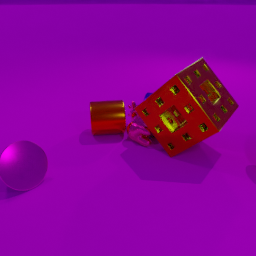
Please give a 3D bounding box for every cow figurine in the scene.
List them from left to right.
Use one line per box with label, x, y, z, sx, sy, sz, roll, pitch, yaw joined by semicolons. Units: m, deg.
cow figurine;0.292;-0.138;6.895;1.250;0.697;1.270;22;36;31

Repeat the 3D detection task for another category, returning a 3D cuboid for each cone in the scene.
cone;-2.141;0.725;5.342;0.895;0.895;0.898;-25;9;-41

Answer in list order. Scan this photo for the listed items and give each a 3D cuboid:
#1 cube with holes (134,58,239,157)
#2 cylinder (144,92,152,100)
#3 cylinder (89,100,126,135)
cube with holes;1.262;-0.442;6.015;1.319;1.319;1.319;-37;-1;44
cylinder;0.832;-0.601;7.740;0.703;0.703;0.703;9;27;18
cylinder;-0.504;-0.261;6.886;0.827;0.827;0.827;-4;26;-6
